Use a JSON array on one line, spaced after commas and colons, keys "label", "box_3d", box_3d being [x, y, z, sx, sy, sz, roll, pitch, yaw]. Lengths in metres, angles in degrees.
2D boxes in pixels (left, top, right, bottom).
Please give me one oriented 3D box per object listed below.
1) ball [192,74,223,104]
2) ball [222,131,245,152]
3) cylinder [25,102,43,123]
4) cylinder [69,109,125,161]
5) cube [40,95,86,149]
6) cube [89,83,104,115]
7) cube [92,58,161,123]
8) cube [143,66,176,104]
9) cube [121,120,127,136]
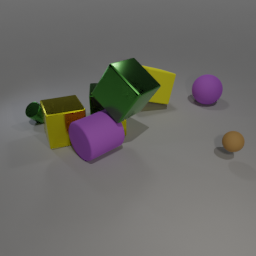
[{"label": "ball", "box_3d": [3.719, -1.811, 13.175, 1.400, 1.400, 1.400, 0, 30, 0]}, {"label": "ball", "box_3d": [3.460, 0.445, 9.216, 0.700, 0.700, 0.700, 0, 30, 0]}, {"label": "cylinder", "box_3d": [-3.734, -0.629, 11.562, 0.700, 0.700, 0.700, -7, 68, 19]}, {"label": "cylinder", "box_3d": [-1.077, 0.226, 9.606, 1.400, 1.400, 1.400, -25, 38, -34]}, {"label": "cube", "box_3d": [-2.397, -0.260, 10.478, 1.400, 1.400, 1.400, -12, 32, -20]}, {"label": "cube", "box_3d": [-0.878, -1.012, 11.782, 1.400, 1.400, 1.400, -3, 30, -5]}, {"label": "cube", "box_3d": [-0.062, -1.274, 9.340, 1.400, 1.400, 1.400, 47, 39, 10]}, {"label": "cube", "box_3d": [1.088, -1.989, 12.725, 1.400, 1.400, 1.400, 5, 17, -26]}, {"label": "cube", "box_3d": [-0.443, -0.153, 11.002, 0.700, 0.700, 0.700, -3, 30, -6]}]
